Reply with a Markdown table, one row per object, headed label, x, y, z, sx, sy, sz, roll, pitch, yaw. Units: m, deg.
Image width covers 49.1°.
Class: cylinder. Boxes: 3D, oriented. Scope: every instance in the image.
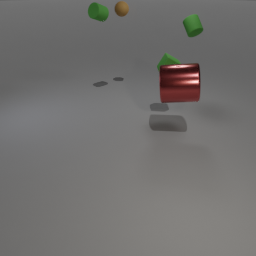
| label | x | y | z | sx | sy | sz | roll | pitch | yaw |
| --- | --- | --- | --- | --- | --- | --- | --- | --- | --- |
| cylinder | -1.361 | -5.318 | 12.870 | 0.700 | 0.700 | 0.700 | 20 | 16 | 33 |
| cylinder | 1.892 | -1.639 | 10.295 | 1.400 | 1.400 | 1.400 | -1 | 28 | 10 |
| cylinder | 2.823 | -4.430 | 12.163 | 0.700 | 0.700 | 0.700 | -18 | -10 | -3 |

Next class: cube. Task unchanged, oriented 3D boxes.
| label | x | y | z | sx | sy | sz | roll | pitch | yaw |
| --- | --- | --- | --- | --- | --- | --- | --- | --- | --- |
| cube | 1.699 | -2.562 | 11.579 | 0.700 | 0.700 | 0.700 | 25 | 26 | -17 |

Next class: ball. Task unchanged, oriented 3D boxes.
| label | x | y | z | sx | sy | sz | roll | pitch | yaw |
| --- | --- | --- | --- | --- | --- | --- | --- | --- | --- |
| ball | -0.305 | -5.786 | 13.608 | 0.700 | 0.700 | 0.700 | 0 | 28 | 0 |
